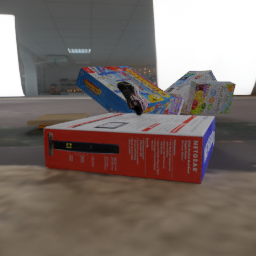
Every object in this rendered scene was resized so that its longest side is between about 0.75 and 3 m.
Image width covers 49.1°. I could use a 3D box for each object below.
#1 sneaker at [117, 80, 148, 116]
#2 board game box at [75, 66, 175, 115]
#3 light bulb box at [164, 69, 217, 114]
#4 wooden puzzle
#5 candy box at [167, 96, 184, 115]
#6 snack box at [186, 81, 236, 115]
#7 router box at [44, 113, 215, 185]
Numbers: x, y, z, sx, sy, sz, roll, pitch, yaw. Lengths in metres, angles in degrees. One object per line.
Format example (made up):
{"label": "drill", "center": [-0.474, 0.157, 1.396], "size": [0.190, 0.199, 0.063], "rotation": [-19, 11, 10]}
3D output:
{"label": "sneaker", "center": [0.087, -0.565, 5.434], "size": [0.324, 0.808, 0.349], "rotation": [-26, 31, 40]}
{"label": "board game box", "center": [-0.058, -1.346, 10.419], "size": [2.689, 0.751, 2.633], "rotation": [39, 33, 25]}
{"label": "light bulb box", "center": [3.042, -1.776, 13.528], "size": [1.955, 1.220, 1.938], "rotation": [-39, 20, -11]}
{"label": "wooden puzzle", "center": [-2.153, -0.238, 8.959], "size": [1.585, 0.319, 1.714], "rotation": [-1, 9, 4]}
{"label": "candy box", "center": [1.845, -0.969, 11.965], "size": [0.891, 0.748, 0.319], "rotation": [17, -5, 26]}
{"label": "snack box", "center": [3.221, -1.188, 10.911], "size": [1.768, 1.258, 0.468], "rotation": [-2, 27, -18]}
{"label": "router box", "center": [0.262, 0.175, 5.025], "size": [2.362, 0.643, 2.632], "rotation": [3, 9, 21]}
